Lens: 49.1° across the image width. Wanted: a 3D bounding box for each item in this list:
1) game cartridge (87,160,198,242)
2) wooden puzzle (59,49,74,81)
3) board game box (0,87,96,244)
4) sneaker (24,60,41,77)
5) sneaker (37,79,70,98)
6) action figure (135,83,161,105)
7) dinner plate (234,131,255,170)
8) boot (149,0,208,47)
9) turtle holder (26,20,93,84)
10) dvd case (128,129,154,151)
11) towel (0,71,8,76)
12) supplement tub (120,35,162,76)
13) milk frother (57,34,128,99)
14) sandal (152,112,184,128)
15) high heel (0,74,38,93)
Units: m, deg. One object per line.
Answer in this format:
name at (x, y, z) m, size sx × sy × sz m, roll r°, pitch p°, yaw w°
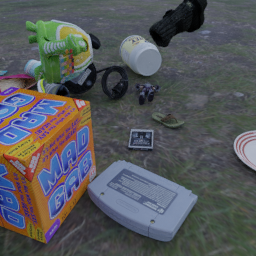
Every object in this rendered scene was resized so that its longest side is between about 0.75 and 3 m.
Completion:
game cartridge at (0.291, 1.826, 7.371) m, size 2.579 × 0.536 × 1.717 m, roll 21°, pitch 43°, yaw 29°
wooden puzzle at (-1.421, -1.459, 6.545) m, size 0.053 × 0.758 × 0.449 m, roll 20°, pitch 36°, yaw 22°
board game box at (-2.555, 0.758, 7.094) m, size 2.515 × 2.517 × 2.515 m, roll 12°, pitch 35°, yaw 18°
sneaker at (-4.022, -2.681, 14.051) m, size 1.499 × 0.913 × 2.296 m, roll 33°, pitch 17°, yaw 1°
sneaker at (-2.972, -1.398, 11.497) m, size 1.191 × 1.087 × 2.942 m, roll -26°, pitch 40°, yaw 8°
action figure at (0.891, -1.698, 12.635) m, size 1.188 × 0.634 × 1.827 m, roll -2°, pitch 29°, yaw 8°
dinner plate at (4.683, 0.875, 8.970) m, size 2.513 × 0.305 × 2.513 m, roll -1°, pitch 33°, yaw 1°
boot at (1.971, -4.150, 11.456) m, size 1.125 × 2.235 × 2.989 m, roll 45°, pitch 6°, yaw 9°
turtle holder at (-1.864, -2.252, 7.810) m, size 1.663 × 2.342 × 1.780 m, roll -9°, pitch 72°, yaw -17°
dvd case at (0.471, 0.405, 9.834) m, size 0.835 × 0.137 × 1.111 m, roll 2°, pitch 33°, yaw 5°
towel at (-6.939, -2.939, 14.997) m, size 0.811 × 0.088 × 0.595 m, roll 1°, pitch 32°, yaw 2°
supplement tub at (0.659, -3.860, 14.944) m, size 1.674 × 1.674 × 2.309 m, roll -12°, pitch 34°, yaw -17°
milk frother at (-1.708, -2.553, 13.001) m, size 2.625 × 2.909 × 2.736 m, roll -37°, pitch 26°, yaw 5°
sandal at (1.501, -0.361, 10.767) m, size 1.378 × 0.393 × 0.547 m, roll 23°, pitch 40°, yaw 31°
high heel at (-5.050, -1.803, 12.232) m, size 1.413 × 0.992 × 2.947 m, roll -5°, pitch 14°, yaw 4°
